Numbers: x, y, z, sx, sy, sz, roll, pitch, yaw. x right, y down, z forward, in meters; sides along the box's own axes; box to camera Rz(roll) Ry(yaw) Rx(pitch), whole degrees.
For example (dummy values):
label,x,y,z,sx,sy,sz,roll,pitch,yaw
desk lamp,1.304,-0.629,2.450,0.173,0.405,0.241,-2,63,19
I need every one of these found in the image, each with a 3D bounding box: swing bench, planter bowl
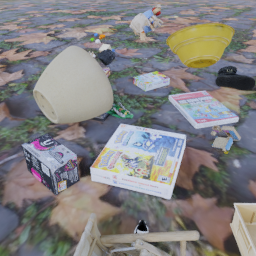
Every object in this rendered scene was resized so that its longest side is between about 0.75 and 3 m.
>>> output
label,x,y,z,sx,sy,sz,roll,pitch,yaw
swing bench,0.028,3.108,5.136,2.378,1.543,2.366,3,33,15
planter bowl,2.156,-2.292,8.321,1.968,0.820,1.968,-3,-4,0

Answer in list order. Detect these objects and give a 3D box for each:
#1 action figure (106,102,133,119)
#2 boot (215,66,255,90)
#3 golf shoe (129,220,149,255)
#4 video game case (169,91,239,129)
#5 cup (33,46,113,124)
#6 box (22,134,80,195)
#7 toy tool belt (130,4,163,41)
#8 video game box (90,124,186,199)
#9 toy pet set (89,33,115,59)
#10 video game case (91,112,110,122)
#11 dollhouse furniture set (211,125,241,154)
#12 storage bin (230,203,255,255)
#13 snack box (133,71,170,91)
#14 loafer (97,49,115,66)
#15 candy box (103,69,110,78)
label,x,y,z,sx,sy,sz,roll,pitch,yaw
action figure,-0.484,-0.800,12.189,1.655,0.453,0.978,25,39,19
boot,5.745,-2.714,14.929,2.034,0.765,1.520,14,35,21
golf shoe,0.267,2.720,6.572,0.467,0.567,1.201,2,34,2
video game case,3.284,-0.909,12.580,1.997,0.244,2.793,-9,34,-14
cup,-2.331,-1.360,10.860,2.962,2.962,2.119,28,54,37
box,-2.378,1.063,8.676,1.650,1.090,0.947,27,41,36
toy tool belt,0.699,-3.287,8.863,1.188,0.730,0.742,-35,1,-16
video game box,0.463,0.937,9.320,2.515,0.646,2.761,8,33,17
toy pet set,-1.776,-5.123,18.468,1.765,1.004,1.891,19,64,26
video game case,-1.358,-0.658,12.279,1.110,0.142,1.003,11,34,17
dollhouse furniture set,3.508,0.521,10.358,0.961,0.664,1.018,7,58,52
storage bin,3.468,2.616,6.546,1.617,0.758,1.605,0,32,0
snack box,1.254,-2.514,14.928,1.623,0.430,1.154,-19,37,-28
loafer,-1.016,-3.482,13.675,0.729,0.705,2.077,-41,20,1
candy box,-1.711,-3.107,15.952,1.225,0.346,0.715,7,34,14
